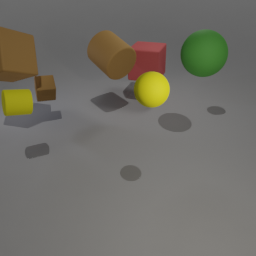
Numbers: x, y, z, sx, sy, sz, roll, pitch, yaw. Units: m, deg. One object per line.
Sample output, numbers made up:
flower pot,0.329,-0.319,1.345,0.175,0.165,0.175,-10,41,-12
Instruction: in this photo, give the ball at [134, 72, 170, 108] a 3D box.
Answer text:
ball,0.462,-0.750,5.487,0.700,0.700,0.700,0,33,0

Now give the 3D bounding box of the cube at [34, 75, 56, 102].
cube,-3.149,-1.508,10.648,0.700,0.700,0.700,-8,61,-20

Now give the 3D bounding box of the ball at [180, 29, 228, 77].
ball,2.308,-2.261,8.521,1.400,1.400,1.400,0,33,0

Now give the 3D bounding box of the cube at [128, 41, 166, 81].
cube,0.860,-2.973,12.542,1.400,1.400,1.400,10,33,18

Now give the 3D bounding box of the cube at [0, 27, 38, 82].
cube,-4.096,-2.398,9.424,1.400,1.400,1.400,-6,1,31

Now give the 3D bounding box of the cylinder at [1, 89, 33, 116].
cylinder,-3.031,-0.701,7.655,0.700,0.700,0.700,-7,32,-31

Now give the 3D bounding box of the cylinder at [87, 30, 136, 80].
cylinder,-0.633,-2.816,10.829,1.400,1.400,1.400,-24,55,-32
